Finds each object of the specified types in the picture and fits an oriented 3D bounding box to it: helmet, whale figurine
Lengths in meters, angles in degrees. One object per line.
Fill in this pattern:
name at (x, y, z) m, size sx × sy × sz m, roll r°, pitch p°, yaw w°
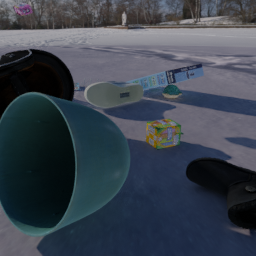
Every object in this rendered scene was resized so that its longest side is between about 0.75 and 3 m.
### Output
helmet at (-2.849, -0.976, 7.867) m, size 2.559 × 2.559 × 2.439 m, roll -1°, pitch 20°, yaw -2°
whale figurine at (1.921, -1.592, 12.145) m, size 0.859 × 0.560 × 1.080 m, roll 1°, pitch 12°, yaw 1°

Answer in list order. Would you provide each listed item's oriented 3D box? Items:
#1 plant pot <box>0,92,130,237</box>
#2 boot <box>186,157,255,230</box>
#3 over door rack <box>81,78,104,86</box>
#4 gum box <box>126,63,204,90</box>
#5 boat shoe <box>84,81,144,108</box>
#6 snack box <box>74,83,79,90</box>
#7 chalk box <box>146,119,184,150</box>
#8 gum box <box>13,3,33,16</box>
plant pot at (-0.928, 0.531, 4.602) m, size 2.027 × 2.027 × 1.627 m, roll 16°, pitch 7°, yaw 37°
boot at (1.751, 1.087, 4.837) m, size 1.583 × 0.605 × 1.330 m, roll 12°, pitch 19°, yaw 14°
over door rack at (-1.889, -2.488, 14.961) m, size 0.840 × 0.379 × 1.137 m, roll 7°, pitch 21°, yaw 16°
gum box at (1.661, -2.247, 12.812) m, size 2.749 × 0.612 × 2.335 m, roll -7°, pitch 10°, yaw 45°
boat shoe at (-0.662, -1.403, 11.309) m, size 2.800 × 0.977 × 0.997 m, roll -9°, pitch 18°, yaw -39°
snack box at (-2.764, -2.118, 14.224) m, size 0.560 × 0.179 × 0.965 m, roll -4°, pitch 20°, yaw -9°
chalk box at (1.035, 0.130, 7.493) m, size 0.955 × 0.591 × 0.594 m, roll -10°, pitch 23°, yaw -24°
gum box at (-4.111, -4.638, 10.957) m, size 0.474 × 0.276 × 0.835 m, roll -30°, pitch 43°, yaw -22°
